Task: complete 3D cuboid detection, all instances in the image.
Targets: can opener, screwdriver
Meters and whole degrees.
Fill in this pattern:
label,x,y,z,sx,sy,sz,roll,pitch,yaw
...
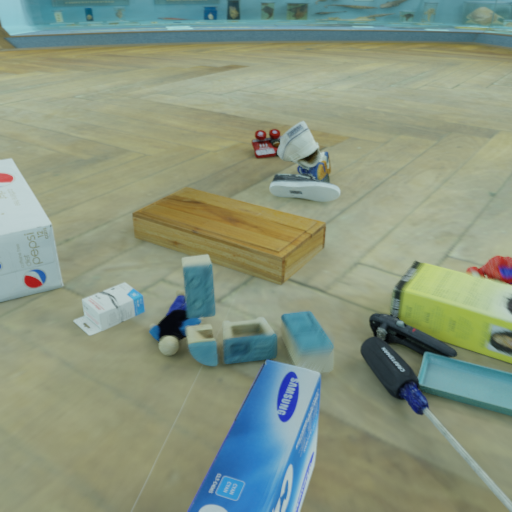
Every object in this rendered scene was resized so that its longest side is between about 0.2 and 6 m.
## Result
label,x,y,z,sx,sy,sz,roll,pitch,yaw
can opener,2.087,1.090,7.529,1.259,0.399,0.495,24,51,36
screwdriver,1.949,1.835,6.087,0.449,0.430,3.085,20,17,-24

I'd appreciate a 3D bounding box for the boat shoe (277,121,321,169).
label,x,y,z,sx,sy,sz,roll,pitch,yaw
boat shoe,1.018,-2.271,12.287,0.821,0.809,2.317,-35,-1,1

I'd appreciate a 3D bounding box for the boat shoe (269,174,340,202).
label,x,y,z,sx,sy,sz,roll,pitch,yaw
boat shoe,1.078,-1.544,12.137,1.547,0.555,0.524,5,59,22

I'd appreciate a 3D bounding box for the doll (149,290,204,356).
label,x,y,z,sx,sy,sz,roll,pitch,yaw
doll,-1.075,0.907,7.911,0.892,0.317,1.308,-14,27,19

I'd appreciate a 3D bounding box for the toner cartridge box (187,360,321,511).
label,x,y,z,sx,sy,sz,roll,pitch,yaw
toner cartridge box,-0.088,2.208,4.546,0.588,1.293,2.723,10,31,16

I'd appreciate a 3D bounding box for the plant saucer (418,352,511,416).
label,x,y,z,sx,sy,sz,roll,pitch,yaw
plant saucer,2.970,1.652,6.747,1.965,0.186,0.687,11,31,21

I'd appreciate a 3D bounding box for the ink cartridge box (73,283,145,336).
label,x,y,z,sx,sy,sz,roll,pitch,yaw
ink cartridge box,-2.175,0.768,8.229,0.916,0.311,0.531,-24,37,-37

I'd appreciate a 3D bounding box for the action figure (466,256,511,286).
label,x,y,z,sx,sy,sz,roll,pitch,yaw
action figure,4.322,0.308,8.631,2.045,0.669,0.529,4,61,17

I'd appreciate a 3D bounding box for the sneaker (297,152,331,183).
label,x,y,z,sx,sy,sz,roll,pitch,yaw
sneaker,1.324,-1.942,13.066,0.748,0.639,1.698,-7,21,13

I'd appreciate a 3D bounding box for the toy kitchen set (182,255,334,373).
label,x,y,z,sx,sy,sz,roll,pitch,yaw
toy kitchen set,0.003,0.705,7.075,1.760,1.410,1.037,-6,21,-10

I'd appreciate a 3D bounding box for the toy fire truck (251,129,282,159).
label,x,y,z,sx,sy,sz,roll,pitch,yaw
toy fire truck,0.361,-2.920,14.938,0.952,0.534,0.799,-8,53,-13

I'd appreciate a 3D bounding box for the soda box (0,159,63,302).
label,x,y,z,sx,sy,sz,roll,pitch,yaw
soda box,-4.505,-0.595,9.851,1.242,1.161,3.646,-15,32,-26

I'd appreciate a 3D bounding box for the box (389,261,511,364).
label,x,y,z,sx,sy,sz,roll,pitch,yaw
box,3.277,0.857,7.690,2.676,0.671,1.007,15,32,27

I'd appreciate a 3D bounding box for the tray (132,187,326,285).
label,x,y,z,sx,sy,sz,roll,pitch,yaw
tray,-0.521,-0.488,10.275,3.217,0.596,1.586,16,32,29
